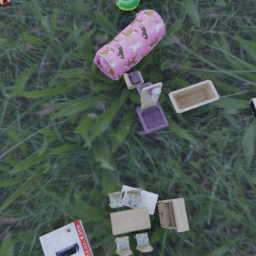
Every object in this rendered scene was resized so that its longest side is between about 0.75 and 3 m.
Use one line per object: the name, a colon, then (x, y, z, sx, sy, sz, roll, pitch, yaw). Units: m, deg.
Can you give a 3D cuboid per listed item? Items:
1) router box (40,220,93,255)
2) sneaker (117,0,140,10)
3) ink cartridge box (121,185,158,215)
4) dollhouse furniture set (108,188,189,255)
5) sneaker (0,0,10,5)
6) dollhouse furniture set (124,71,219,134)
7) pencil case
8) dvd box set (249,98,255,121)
router box: (-1.871, 3.863, 8.773, 1.337, 0.364, 1.489, -23, 73, -7)
sneaker: (0.436, -5.913, 11.720, 2.448, 1.023, 0.907, -43, 76, -10)
ink cartridge box: (0.336, 2.384, 9.313, 1.209, 0.304, 0.659, 15, 73, 6)
dollhouse furniture set: (0.546, 2.708, 8.376, 2.049, 1.361, 1.795, -5, 77, -15)
sneaker: (-5.454, -5.434, 11.942, 0.868, 0.339, 0.392, -18, 75, -7)
dollhouse furniture set: (1.608, -1.608, 9.702, 2.972, 2.109, 2.355, -19, 72, -6)
pencil case: (0.085, -3.171, 10.709, 1.283, 1.228, 2.966, 35, 74, 33)
dvd box set: (5.976, -0.427, 10.223, 2.551, 0.375, 1.866, -12, 72, -4)
